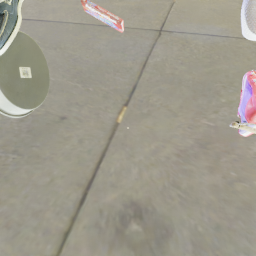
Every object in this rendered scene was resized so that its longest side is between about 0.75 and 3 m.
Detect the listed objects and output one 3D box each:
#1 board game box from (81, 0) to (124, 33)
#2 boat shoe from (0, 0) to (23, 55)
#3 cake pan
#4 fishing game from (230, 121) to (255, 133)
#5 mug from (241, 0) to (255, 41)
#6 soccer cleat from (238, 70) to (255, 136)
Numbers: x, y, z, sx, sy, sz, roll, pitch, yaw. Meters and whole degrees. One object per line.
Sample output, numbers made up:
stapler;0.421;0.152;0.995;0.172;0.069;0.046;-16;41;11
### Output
board game box;-0.812;-3.660;9.092;1.499;0.772;0.146;31;86;3
boat shoe;-2.206;-2.127;4.927;0.688;0.568;1.837;-15;61;33
cake pan;-2.349;-1.200;6.016;0.356;1.940;1.940;-4;36;23
fishing game;2.876;-0.459;3.639;2.012;2.810;0.437;10;66;-36
mug;3.653;-3.073;7.274;1.349;1.183;0.996;5;56;29
soccer cleat;2.896;-0.656;6.601;0.732;0.839;2.193;34;37;-8
